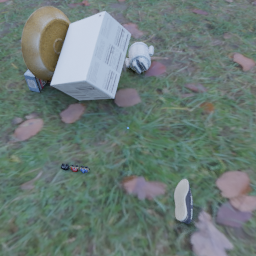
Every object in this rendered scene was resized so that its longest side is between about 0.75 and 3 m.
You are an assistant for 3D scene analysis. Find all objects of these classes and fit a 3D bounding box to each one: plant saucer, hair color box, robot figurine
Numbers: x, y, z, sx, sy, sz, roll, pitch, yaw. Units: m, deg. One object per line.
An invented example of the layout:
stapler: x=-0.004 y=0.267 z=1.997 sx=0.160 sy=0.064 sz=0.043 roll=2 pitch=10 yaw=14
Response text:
plant saucer: x=-2.864 y=-3.205 z=10.944 sx=0.499 sy=2.819 sz=2.819 roll=18 pitch=52 yaw=26
hair color box: x=-3.622 y=-2.405 z=11.852 sx=0.516 sy=0.843 sz=1.703 roll=14 pitch=52 yaw=11
robot figurine: x=0.510 y=-3.142 z=12.366 sx=1.418 sy=0.944 sz=1.672 roll=-21 pitch=44 yaw=18

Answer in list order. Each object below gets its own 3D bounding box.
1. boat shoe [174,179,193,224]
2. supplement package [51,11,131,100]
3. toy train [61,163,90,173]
boat shoe: x=1.711 y=2.199 z=8.411 sx=0.439 sy=0.508 sz=1.399 roll=39 pitch=40 yaw=-24
supplement package: x=-1.380 y=-2.551 z=10.421 sx=2.071 sy=1.474 sz=2.659 roll=2 pitch=72 yaw=42
toy train: x=-1.734 y=1.329 z=9.194 sx=0.985 sy=0.168 sz=0.226 roll=6 pitch=54 yaw=5
